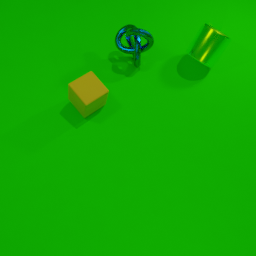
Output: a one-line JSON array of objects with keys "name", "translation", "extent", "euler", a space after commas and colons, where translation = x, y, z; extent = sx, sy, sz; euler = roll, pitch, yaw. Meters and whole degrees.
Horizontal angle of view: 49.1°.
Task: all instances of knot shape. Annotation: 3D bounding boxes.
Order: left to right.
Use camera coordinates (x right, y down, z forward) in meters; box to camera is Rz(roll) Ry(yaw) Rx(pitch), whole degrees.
[{"name": "knot shape", "translation": [0.223, -2.686, 9.308], "extent": [0.671, 1.358, 1.451], "euler": [-31, 35, -31]}]

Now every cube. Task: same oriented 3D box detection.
[{"name": "cube", "translation": [-1.218, -1.006, 8.496], "extent": [0.860, 0.860, 0.860], "euler": [-36, 78, -24]}]

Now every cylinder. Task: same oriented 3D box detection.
[{"name": "cylinder", "translation": [2.646, -2.722, 9.228], "extent": [1.069, 1.069, 1.069], "euler": [24, 27, -14]}]
